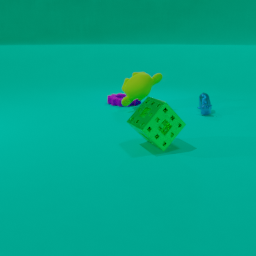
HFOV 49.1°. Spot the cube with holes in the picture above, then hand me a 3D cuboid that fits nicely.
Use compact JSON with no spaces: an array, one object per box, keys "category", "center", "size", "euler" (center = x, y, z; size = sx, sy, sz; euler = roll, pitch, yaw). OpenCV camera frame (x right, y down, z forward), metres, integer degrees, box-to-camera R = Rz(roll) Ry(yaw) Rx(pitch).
[{"category":"cube with holes","center":[0.697,-0.123,7.035],"size":[0.877,0.877,0.877],"euler":[-50,28,-5]}]

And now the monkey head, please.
[{"category":"monkey head","center":[0.482,-1.457,10.704],"size":[1.835,1.320,1.106],"euler":[-37,39,0]}]

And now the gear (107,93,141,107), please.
[{"category":"gear","center":[-0.161,-1.201,11.817],"size":[1.406,0.260,1.406],"euler":[1,19,0]}]

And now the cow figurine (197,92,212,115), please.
[{"category":"cow figurine","center":[2.794,-0.893,10.191],"size":[0.510,0.929,0.914],"euler":[-9,-15,18]}]
